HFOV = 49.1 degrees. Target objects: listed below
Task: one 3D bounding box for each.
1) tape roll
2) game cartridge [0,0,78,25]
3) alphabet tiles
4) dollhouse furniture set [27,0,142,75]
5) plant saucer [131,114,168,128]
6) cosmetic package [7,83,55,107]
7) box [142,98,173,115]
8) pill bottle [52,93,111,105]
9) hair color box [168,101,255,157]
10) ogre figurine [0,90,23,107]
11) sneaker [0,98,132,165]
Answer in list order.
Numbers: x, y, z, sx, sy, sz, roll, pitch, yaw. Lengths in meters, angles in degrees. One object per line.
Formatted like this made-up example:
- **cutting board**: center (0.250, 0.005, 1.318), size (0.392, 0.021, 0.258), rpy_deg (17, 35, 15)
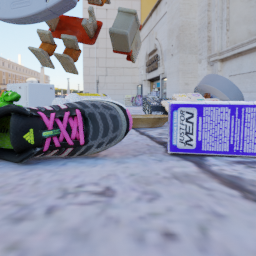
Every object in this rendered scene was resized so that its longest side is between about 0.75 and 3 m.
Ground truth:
- **tape roll**: center (3.803, -1.303, 11.813), size (0.673, 2.037, 2.037), rpy_deg (-47, 22, -14)
- **game cartridge**: center (-2.011, -3.016, 5.798), size (2.466, 1.644, 0.499), rpy_deg (5, -4, 29)
- **alphabet tiles**: center (2.571, -0.793, 10.493), size (2.405, 0.179, 2.458), rpy_deg (-3, 29, -10)
- **dollhouse furniture set**: center (-1.131, -2.992, 8.716), size (2.921, 2.952, 1.521), rpy_deg (15, -18, 13)
- **plant saucer**: center (0.388, -0.222, 8.741), size (1.898, 0.336, 1.898), rpy_deg (0, 5, 0)
- **cosmetic package**: center (-5.527, -1.644, 16.025), size (2.135, 1.787, 1.776), rpy_deg (4, 7, 36)
- **box**: center (1.938, -0.877, 12.277), size (2.346, 0.637, 2.929), rpy_deg (-1, 12, -4)
- **pill bottle**: center (-1.455, -0.601, 9.041), size (1.859, 1.041, 1.041), rpy_deg (-5, 7, -41)
- **hair color box**: center (1.929, -0.033, 4.367), size (2.522, 0.817, 1.379), rpy_deg (3, 7, 12)
- **ogre figurine**: center (-2.313, -0.197, 5.819), size (1.191, 0.974, 1.986), rpy_deg (19, 25, 13)
- **sneaker**: center (-1.044, 0.059, 3.596), size (2.190, 0.808, 0.958), rpy_deg (-3, 6, 5)
